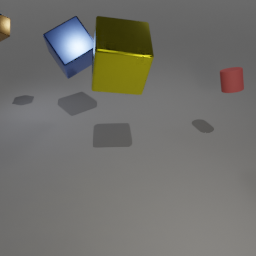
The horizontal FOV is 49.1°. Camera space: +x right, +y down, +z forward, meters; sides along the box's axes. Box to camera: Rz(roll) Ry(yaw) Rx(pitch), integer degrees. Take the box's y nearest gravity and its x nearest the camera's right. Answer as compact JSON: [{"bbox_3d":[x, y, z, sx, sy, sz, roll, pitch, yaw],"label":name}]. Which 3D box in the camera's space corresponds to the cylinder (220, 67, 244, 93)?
[{"bbox_3d":[3.375,-1.561,9.104,0.700,0.700,0.700,-10,18,3],"label":"cylinder"}]

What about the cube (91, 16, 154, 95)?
[{"bbox_3d":[-0.211,-1.885,7.427,1.400,1.400,1.400,3,54,-10],"label":"cube"}]

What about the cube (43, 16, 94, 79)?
[{"bbox_3d":[-2.082,-2.945,10.405,1.400,1.400,1.400,-34,-3,-11],"label":"cube"}]

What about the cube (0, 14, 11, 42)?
[{"bbox_3d":[-4.655,-3.560,9.868,0.700,0.700,0.700,-8,-10,36],"label":"cube"}]
